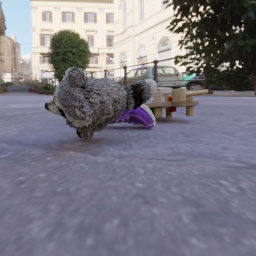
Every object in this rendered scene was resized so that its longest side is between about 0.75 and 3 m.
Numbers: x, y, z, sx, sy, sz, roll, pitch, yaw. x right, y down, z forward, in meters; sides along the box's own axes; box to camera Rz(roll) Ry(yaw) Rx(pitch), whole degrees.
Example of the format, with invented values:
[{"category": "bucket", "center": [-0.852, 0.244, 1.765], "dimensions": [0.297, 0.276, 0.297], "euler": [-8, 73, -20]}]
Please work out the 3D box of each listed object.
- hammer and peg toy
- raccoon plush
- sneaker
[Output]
[{"category": "hammer and peg toy", "center": [1.425, -0.753, 9.200], "dimensions": [1.781, 0.854, 2.422], "euler": [-4, 2, -27]}, {"category": "raccoon plush", "center": [-0.364, -0.787, 5.378], "dimensions": [2.516, 1.217, 1.686], "euler": [-34, -1, -20]}, {"category": "sneaker", "center": [-0.234, -0.321, 7.564], "dimensions": [2.008, 0.809, 0.838], "euler": [18, 53, 19]}]
